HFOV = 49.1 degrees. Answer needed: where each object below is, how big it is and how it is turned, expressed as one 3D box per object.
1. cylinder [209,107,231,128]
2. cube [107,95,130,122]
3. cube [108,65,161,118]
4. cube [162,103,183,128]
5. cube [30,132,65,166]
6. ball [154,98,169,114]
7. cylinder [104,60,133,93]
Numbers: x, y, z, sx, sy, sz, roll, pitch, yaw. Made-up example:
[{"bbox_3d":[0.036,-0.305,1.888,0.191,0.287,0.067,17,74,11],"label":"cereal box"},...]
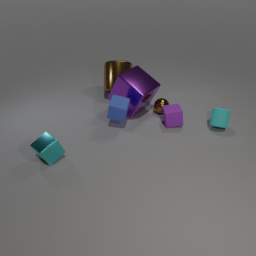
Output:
[{"bbox_3d":[3.658,-0.414,11.118,0.700,0.700,0.700,9,9,-1],"label":"cylinder"},{"bbox_3d":[-0.373,-0.770,10.991,0.700,0.700,0.700,14,46,2],"label":"cube"},{"bbox_3d":[0.264,-1.568,12.011,1.400,1.400,1.400,42,46,12],"label":"cube"},{"bbox_3d":[1.833,-0.503,11.467,0.700,0.700,0.700,-10,31,1],"label":"cube"},{"bbox_3d":[-2.668,0.689,9.343,0.700,0.700,0.700,27,62,38],"label":"cube"},{"bbox_3d":[1.484,-0.974,12.367,0.700,0.700,0.700,0,30,0],"label":"ball"},{"bbox_3d":[-0.481,-2.455,13.717,1.400,1.400,1.400,1,-1,0],"label":"cylinder"}]
